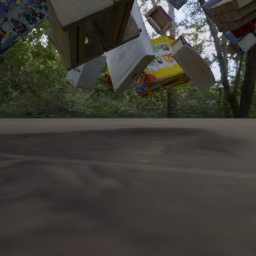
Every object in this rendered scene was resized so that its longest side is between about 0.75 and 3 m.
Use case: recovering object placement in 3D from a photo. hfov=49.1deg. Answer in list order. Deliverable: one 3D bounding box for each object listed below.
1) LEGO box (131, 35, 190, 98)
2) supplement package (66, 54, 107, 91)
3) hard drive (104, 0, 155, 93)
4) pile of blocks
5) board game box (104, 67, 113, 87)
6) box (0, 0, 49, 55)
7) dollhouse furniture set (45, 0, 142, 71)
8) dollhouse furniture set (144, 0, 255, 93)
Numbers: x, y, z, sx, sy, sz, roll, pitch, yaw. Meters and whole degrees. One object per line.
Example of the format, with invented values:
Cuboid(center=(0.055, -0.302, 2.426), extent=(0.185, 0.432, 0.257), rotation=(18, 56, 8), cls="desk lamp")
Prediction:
Cuboid(center=(1.235, -2.647, 11.772), extent=(2.755, 2.051, 1.063), rotation=(-21, -22, -31), cls="LEGO box")
Cuboid(center=(-1.263, -1.802, 8.410), extent=(0.675, 1.150, 0.672), rotation=(6, 25, -47), cls="supplement package")
Cuboid(center=(-0.216, -2.826, 8.377), extent=(0.391, 2.977, 1.963), rotation=(-3, -22, -31), cls="hard drive")
Cuboid(center=(2.860, -2.562, 5.514), extent=(2.976, 0.925, 1.222), rotation=(-41, 21, -29), cls="pile of blocks")
Cuboid(center=(-0.107, -2.539, 9.755), extent=(0.355, 2.368, 1.131), rotation=(19, -5, 30), cls="board game box")
Cuboid(center=(-3.424, -3.558, 8.063), extent=(2.600, 1.780, 0.519), rotation=(-29, 34, 20), cls="box")
Cuboid(center=(-1.009, -3.002, 5.370), extent=(1.927, 2.750, 1.938), rotation=(-30, -3, -13), cls="dollhouse furniture set")
Cuboid(center=(2.337, -2.869, 7.286), extent=(2.868, 2.707, 1.871), rotation=(-39, 15, 21), cls="dollhouse furniture set")
